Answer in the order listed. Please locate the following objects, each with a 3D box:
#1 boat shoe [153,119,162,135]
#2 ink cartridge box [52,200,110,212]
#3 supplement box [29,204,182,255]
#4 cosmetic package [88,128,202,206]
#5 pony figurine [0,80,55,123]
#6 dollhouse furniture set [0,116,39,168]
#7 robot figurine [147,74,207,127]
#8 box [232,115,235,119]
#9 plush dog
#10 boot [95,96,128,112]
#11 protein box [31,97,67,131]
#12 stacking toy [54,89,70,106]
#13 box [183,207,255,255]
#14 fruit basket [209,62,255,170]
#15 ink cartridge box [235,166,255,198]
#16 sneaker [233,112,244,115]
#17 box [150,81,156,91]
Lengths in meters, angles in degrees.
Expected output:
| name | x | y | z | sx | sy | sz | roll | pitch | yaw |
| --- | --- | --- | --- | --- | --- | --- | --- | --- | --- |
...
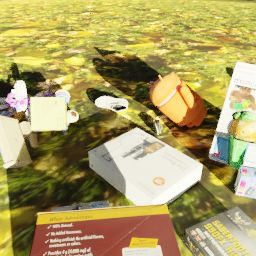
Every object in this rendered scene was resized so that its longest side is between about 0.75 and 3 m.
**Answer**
| name | x | y | z | sx | sy | sz | roll | pitch | yaw |
| --- | --- | --- | --- | --- | --- | --- | --- | --- | --- |
| boat shoe | 1.076 | -0.067 | 9.929 | 0.275 | 0.326 | 0.915 | -6 | 29 | -2 |
| ink cartridge box | -1.009 | 2.207 | 6.206 | 1.357 | 0.303 | 1.196 | -6 | 31 | -9 |
| supplement box | -0.323 | 2.623 | 4.302 | 2.286 | 1.539 | 2.318 | -3 | 31 | -5 |
| cosmetic package | 0.419 | 1.052 | 7.787 | 1.928 | 0.661 | 2.557 | -28 | 41 | -34 |
| pony figurine | -3.899 | -0.872 | 10.265 | 2.212 | 1.842 | 2.136 | -14 | 22 | 6 |
| dollhouse furniture set | -4.049 | 0.782 | 8.333 | 2.149 | 1.402 | 2.029 | -23 | -10 | 7 |
| robot figurine | 1.700 | -0.969 | 9.703 | 2.232 | 1.302 | 1.606 | 38 | 23 | -12 |
| box | 3.867 | -0.090 | 9.605 | 1.112 | 0.691 | 0.826 | 1 | 33 | 0 |
| plush dog | -2.445 | -0.313 | 9.995 | 1.311 | 1.052 | 1.126 | 17 | 13 | -5 |
| boot | -0.666 | -0.948 | 11.213 | 1.336 | 0.491 | 0.639 | 0 | 25 | -2 |
| protein box | -2.506 | -0.432 | 8.971 | 1.040 | 1.032 | 0.701 | -2 | -2 | -8 |
| stacking toy | -2.647 | -0.913 | 11.189 | 0.637 | 0.637 | 1.493 | -5 | 39 | -8 |
| box | 2.231 | 2.541 | 5.499 | 1.473 | 0.449 | 1.859 | -14 | 34 | -21 |
| fruit basket | 3.770 | -0.077 | 7.356 | 2.603 | 2.810 | 1.317 | 16 | 22 | 11 |
| ink cartridge box | 3.328 | 1.418 | 7.089 | 1.060 | 0.723 | 0.404 | 7 | 34 | 12 |
| sneaker | 4.107 | -0.152 | 8.654 | 1.044 | 0.601 | 2.002 | -10 | 37 | 0 |
| box | 1.328 | -1.610 | 12.274 | 0.577 | 0.532 | 1.124 | -4 | 31 | -7 |
